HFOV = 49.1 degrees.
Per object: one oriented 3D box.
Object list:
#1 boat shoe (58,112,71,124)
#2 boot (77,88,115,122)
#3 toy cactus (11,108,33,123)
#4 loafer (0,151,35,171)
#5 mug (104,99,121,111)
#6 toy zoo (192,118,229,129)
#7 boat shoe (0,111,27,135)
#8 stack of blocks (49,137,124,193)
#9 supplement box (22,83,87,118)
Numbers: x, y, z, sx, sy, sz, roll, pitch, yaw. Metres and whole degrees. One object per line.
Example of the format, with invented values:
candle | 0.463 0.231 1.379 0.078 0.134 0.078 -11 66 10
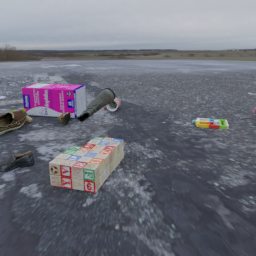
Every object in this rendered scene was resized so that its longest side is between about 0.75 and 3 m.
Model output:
boat shoe | -2.741 -0.404 11.871 0.427 0.438 1.157 -5 10 0
boot | -1.033 -0.670 9.040 1.436 0.486 0.938 -31 17 49
toy cactus | -4.550 -0.428 11.894 0.986 0.611 1.195 21 18 5
loafer | -3.165 0.900 7.735 1.101 0.398 0.401 -12 22 -30
mug | -0.785 -1.212 14.098 0.768 0.577 0.865 6 15 11
toy zoo | 3.378 -0.197 11.578 1.417 0.145 0.930 4 19 12
boat shoe | -4.488 -0.299 10.714 0.698 0.699 1.889 41 30 -2
stack of blocks | -1.005 0.864 7.486 1.202 0.611 2.087 6 19 17
supplement box | -3.402 -1.307 13.093 2.610 1.321 1.349 4 18 11
